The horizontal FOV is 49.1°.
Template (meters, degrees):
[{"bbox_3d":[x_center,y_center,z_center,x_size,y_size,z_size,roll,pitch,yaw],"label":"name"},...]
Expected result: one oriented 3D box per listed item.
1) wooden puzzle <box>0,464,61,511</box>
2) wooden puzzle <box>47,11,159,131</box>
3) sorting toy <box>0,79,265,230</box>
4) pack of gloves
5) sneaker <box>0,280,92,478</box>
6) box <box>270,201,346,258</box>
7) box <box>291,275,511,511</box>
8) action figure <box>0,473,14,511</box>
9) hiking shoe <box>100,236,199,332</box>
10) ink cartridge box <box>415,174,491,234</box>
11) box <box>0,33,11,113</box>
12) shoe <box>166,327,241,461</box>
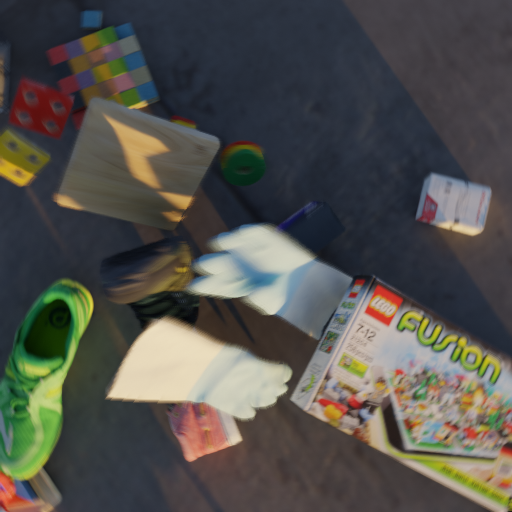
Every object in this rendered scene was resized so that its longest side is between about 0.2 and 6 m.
[{"bbox_3d":[-4.635,3.922,9.380,2.049,0.474,1.898,-36,84,-4],"label":"wooden puzzle"},{"bbox_3d":[-2.858,-3.363,10.498,1.638,0.194,2.762,-22,83,-3],"label":"wooden puzzle"},{"bbox_3d":[-2.104,-1.589,9.227,4.233,2.040,0.716,13,42,-27],"label":"sorting toy"},{"bbox_3d":[0.032,1.247,8.280,0.689,3.494,2.935,37,97,42],"label":"pack of gloves"},{"bbox_3d":[-3.653,1.928,9.130,1.207,1.362,3.259,13,80,-3],"label":"sneaker"},{"bbox_3d":[0.603,-0.240,9.533,1.575,1.112,0.621,-37,103,-3],"label":"box"},{"bbox_3d":[2.886,2.272,8.962,4.166,0.723,2.293,29,83,-11],"label":"box"},{"bbox_3d":[-4.541,3.315,8.877,0.682,1.034,2.090,-31,81,1],"label":"action figure"},{"bbox_3d":[-1.343,0.593,8.441,1.193,3.151,1.586,-17,91,5],"label":"hiking shoe"},{"bbox_3d":[3.522,-0.913,10.038,1.095,0.454,0.804,16,83,2],"label":"ink cartridge box"},{"bbox_3d":[-5.391,-3.381,10.196,1.528,0.795,1.391,-2,84,0],"label":"box"},{"bbox_3d":[-1.103,2.293,9.434,0.993,0.780,2.183,-21,87,-9],"label":"shoe"}]
